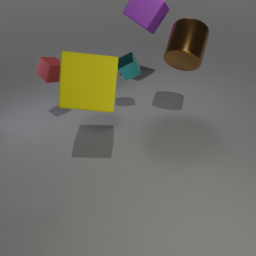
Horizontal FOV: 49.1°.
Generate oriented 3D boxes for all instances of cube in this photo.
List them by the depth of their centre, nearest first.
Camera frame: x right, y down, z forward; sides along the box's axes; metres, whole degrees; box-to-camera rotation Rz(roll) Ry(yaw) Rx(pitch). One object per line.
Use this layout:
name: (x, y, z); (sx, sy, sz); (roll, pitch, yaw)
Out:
cube: (-1.036, -1.262, 7.605); (1.400, 1.400, 1.400); (5, 12, -4)
cube: (-2.832, -2.151, 10.307); (0.700, 0.700, 0.700); (38, 33, 27)
cube: (0.035, -2.454, 11.192); (0.700, 0.700, 0.700); (-22, 46, 18)
cube: (0.866, -5.387, 12.843); (1.400, 1.400, 1.400); (38, 18, 9)

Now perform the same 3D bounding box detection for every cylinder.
cylinder: (2.173, -3.066, 10.402); (1.400, 1.400, 1.400); (13, 76, 19)
